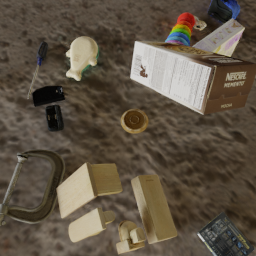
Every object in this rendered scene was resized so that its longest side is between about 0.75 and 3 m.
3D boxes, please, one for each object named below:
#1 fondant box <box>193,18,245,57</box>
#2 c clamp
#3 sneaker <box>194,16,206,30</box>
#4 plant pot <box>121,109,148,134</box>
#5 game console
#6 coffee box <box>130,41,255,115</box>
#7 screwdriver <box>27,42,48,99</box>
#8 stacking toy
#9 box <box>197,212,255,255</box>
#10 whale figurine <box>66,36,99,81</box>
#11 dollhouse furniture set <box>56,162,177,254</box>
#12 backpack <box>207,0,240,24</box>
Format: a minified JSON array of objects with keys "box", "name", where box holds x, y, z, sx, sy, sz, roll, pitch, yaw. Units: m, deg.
[{"box":[3.140,-2.809,10.408,2.189,1.579,0.638,-38,70,-16],"name":"fondant box"},{"box":[-3.303,1.806,8.811,2.325,0.369,2.722,18,65,0],"name":"c clamp"},{"box":[2.863,-4.473,11.895,0.899,0.316,0.360,34,72,14],"name":"sneaker"},{"box":[0.237,-0.277,10.020,0.985,0.135,0.985,0,64,-1],"name":"plant pot"},{"box":[-2.817,-0.720,10.179,1.139,0.233,1.930,-14,64,-6],"name":"game console"},{"box":[1.551,-1.440,7.254,1.594,1.126,2.821,-10,30,-34],"name":"coffee box"},{"box":[-3.468,-2.247,10.842,0.389,0.373,2.672,15,63,-28],"name":"screwdriver"},{"box":[2.097,-3.624,11.124,1.138,1.138,2.666,19,62,9],"name":"stacking toy"},{"box":[2.848,3.312,8.217,1.034,0.334,1.311,-34,69,-14],"name":"box"},{"box":[-1.754,-2.646,10.860,1.348,0.879,1.694,20,90,16],"name":"whale figurine"},{"box":[-0.415,2.524,8.485,2.516,2.050,2.393,4,59,-39],"name":"dollhouse furniture set"},{"box":[4.150,-5.045,11.823,0.963,0.933,1.148,-34,68,-17],"name":"backpack"}]
